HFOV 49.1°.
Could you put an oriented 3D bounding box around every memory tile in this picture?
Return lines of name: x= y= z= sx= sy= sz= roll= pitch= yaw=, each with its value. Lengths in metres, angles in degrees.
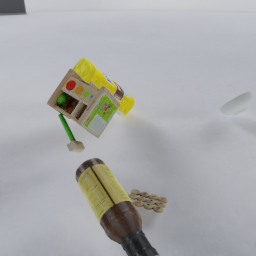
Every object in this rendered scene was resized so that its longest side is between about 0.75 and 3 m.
memory tile: x=0.355 y=1.393 z=5.399 sx=0.771 sy=0.065 sz=0.591 roll=10 pitch=15 yaw=19

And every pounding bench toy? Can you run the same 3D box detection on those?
pounding bench toy: x=-1.260 y=-0.361 z=6.745 sx=1.272 sy=1.631 sz=1.013 roll=30 pitch=-6 yaw=25

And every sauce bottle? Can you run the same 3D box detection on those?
sauce bottle: x=-0.221 y=1.347 z=4.542 sx=0.647 sy=0.647 sz=1.999 roll=-15 pitch=44 yaw=-26

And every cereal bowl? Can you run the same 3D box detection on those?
cereal bowl: x=3.410 y=-0.684 z=8.702 sx=1.049 sy=1.049 sz=0.437 roll=-20 pitch=77 yaw=-34

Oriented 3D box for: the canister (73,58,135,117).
canister: x=-0.775 y=-1.231 z=8.655 sx=1.843 sy=0.798 sz=1.369 roll=34 pitch=12 yaw=-32
